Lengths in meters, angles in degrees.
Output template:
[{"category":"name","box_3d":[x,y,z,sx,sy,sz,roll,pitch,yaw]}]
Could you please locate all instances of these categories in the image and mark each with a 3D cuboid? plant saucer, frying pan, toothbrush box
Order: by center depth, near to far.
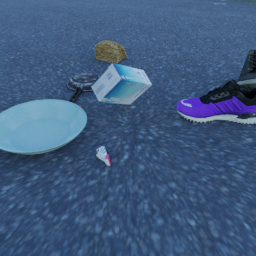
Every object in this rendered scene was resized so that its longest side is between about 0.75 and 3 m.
[{"category":"plant saucer","box_3d":[-2.687,0.031,8.531,2.903,0.559,2.903,0,34,0]},{"category":"toothbrush box","box_3d":[-0.192,-1.415,9.337,1.633,1.196,0.697,-1,58,-49]},{"category":"frying pan","box_3d":[-2.046,-1.731,11.383,1.522,0.409,2.516,20,35,28]}]

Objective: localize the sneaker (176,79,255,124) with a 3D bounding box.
[{"category":"sneaker","box_3d":[3.043,-0.981,9.273,2.823,1.404,0.981,2,34,2]}]

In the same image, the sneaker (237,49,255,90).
[{"category":"sneaker","box_3d":[4.526,-2.126,9.983,1.057,1.501,2.827,14,11,9]}]

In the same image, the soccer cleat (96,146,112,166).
[{"category":"soccer cleat","box_3d":[-0.675,0.804,7.684,0.348,0.282,0.806,-19,33,-4]}]

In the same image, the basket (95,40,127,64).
[{"category":"basket","box_3d":[-0.850,-3.937,14.084,1.358,0.969,1.012,17,39,23]}]

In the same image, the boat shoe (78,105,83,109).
[{"category":"boat shoe","box_3d":[-1.836,-0.606,9.750,0.300,0.264,0.844,10,34,18]}]
